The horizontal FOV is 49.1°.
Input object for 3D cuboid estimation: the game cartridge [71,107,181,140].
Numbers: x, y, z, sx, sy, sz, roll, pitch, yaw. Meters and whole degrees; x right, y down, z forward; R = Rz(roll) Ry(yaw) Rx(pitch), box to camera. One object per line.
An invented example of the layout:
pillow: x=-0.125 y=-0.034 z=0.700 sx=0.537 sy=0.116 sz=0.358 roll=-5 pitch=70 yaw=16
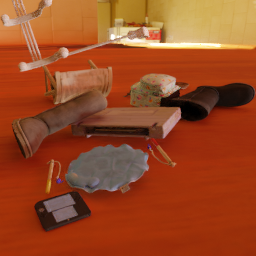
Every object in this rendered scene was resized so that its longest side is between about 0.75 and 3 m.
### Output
game cartridge: x=-0.011 y=-0.194 z=8.726 sx=2.966 sy=0.569 sz=1.923 roll=1 pitch=16 yaw=26

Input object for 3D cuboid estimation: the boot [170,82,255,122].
boot: x=3.198 y=-1.014 z=10.419 sx=2.460 sy=0.980 sz=2.985 roll=0 pitch=14 yaw=33

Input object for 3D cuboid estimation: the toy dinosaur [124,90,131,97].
toy dinosaur: x=0.233 y=-1.634 z=13.011 sx=0.973 sy=0.374 sz=0.498 roll=-4 pitch=15 yaw=-17

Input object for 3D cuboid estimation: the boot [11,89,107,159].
boot: x=-1.817 y=-0.247 z=7.925 sx=2.677 sy=0.971 sz=2.434 roll=-17 pitch=25 yaw=-17

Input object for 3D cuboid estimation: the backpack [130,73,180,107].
backpack: x=0.989 y=-1.377 z=10.968 sx=1.797 sy=1.378 sz=1.580 roll=9 pitch=30 yaw=31

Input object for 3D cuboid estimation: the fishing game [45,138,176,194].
fishing game: x=-0.430 y=0.920 z=6.298 sx=2.757 sy=0.429 sz=1.974 roll=-12 pitch=23 yaw=-11

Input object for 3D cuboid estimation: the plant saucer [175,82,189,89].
plant saucer: x=2.691 y=-2.240 z=14.837 sx=1.090 sy=0.199 sz=1.090 roll=0 pitch=20 yaw=0

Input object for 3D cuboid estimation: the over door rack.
over door rack: x=-0.955 y=-2.084 z=4.578 sx=2.369 sy=1.750 sz=0.789 roll=-17 pitch=12 yaw=-2

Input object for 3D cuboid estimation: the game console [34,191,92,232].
game console: x=-1.208 y=1.489 z=5.133 sx=0.881 sy=0.137 sz=0.779 roll=-12 pitch=24 yaw=-28

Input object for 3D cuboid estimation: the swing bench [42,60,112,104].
swing bench: x=-2.255 y=-1.985 z=12.276 sx=2.400 sy=1.566 sz=2.413 roll=-11 pitch=24 yaw=-27
